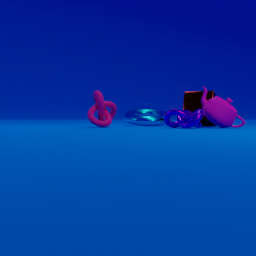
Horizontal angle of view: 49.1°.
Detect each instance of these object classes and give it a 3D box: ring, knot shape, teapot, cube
[{"bbox_3d":[0.779,-0.447,11.326,1.908,0.382,1.908,1,14,0],"label":"ring"},{"bbox_3d":[1.801,-0.284,8.466,1.238,0.572,1.159,1,2,39],"label":"knot shape"},{"bbox_3d":[-0.802,-0.541,9.271,0.580,1.256,1.175,-12,-20,25],"label":"knot shape"},{"bbox_3d":[2.789,-0.580,8.500,1.683,0.824,1.047,40,24,11],"label":"teapot"},{"bbox_3d":[2.650,-0.682,10.158,1.053,1.053,1.053,1,-11,29],"label":"cube"}]
